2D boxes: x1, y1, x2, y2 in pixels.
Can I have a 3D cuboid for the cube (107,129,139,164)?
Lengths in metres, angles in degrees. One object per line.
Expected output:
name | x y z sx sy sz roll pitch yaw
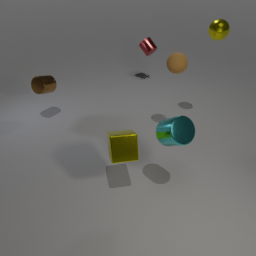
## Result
cube | -0.140 0.458 7.223 0.700 0.700 0.700 -6 10 -9

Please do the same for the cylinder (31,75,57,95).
cylinder | -3.291 -1.698 10.966 0.700 0.700 0.700 15 20 23

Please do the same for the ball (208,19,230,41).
ball | 3.078 -3.324 9.480 0.700 0.700 0.700 0 31 0

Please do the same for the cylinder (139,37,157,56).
cylinder | 1.047 -4.205 14.493 0.700 0.700 0.700 -32 85 -41

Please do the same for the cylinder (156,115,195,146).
cylinder | 1.143 0.085 6.798 0.700 0.700 0.700 -17 2 -25

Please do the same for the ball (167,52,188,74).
ball | 1.634 -2.155 9.311 0.700 0.700 0.700 0 31 0
